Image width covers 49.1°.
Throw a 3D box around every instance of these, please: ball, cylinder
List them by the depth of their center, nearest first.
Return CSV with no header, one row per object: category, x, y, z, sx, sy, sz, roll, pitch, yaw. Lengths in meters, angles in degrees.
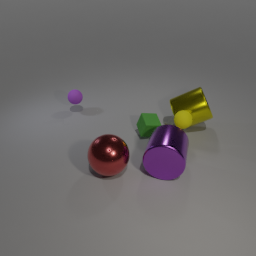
ball,-0.646,0.898,9.335,1.400,1.400,1.400,0,31,0
cylinder,1.315,0.804,9.557,1.400,1.400,1.400,8,32,13
ball,2.116,-0.324,10.770,0.700,0.700,0.700,0,31,0
cylinder,2.636,-0.814,11.698,1.400,1.400,1.400,-22,26,16
ball,-2.478,-1.453,13.135,0.700,0.700,0.700,0,31,0

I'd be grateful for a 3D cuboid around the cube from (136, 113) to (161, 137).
cube,0.844,-0.123,11.413,0.700,0.700,0.700,1,47,-22
